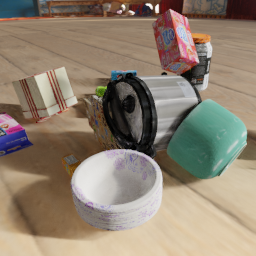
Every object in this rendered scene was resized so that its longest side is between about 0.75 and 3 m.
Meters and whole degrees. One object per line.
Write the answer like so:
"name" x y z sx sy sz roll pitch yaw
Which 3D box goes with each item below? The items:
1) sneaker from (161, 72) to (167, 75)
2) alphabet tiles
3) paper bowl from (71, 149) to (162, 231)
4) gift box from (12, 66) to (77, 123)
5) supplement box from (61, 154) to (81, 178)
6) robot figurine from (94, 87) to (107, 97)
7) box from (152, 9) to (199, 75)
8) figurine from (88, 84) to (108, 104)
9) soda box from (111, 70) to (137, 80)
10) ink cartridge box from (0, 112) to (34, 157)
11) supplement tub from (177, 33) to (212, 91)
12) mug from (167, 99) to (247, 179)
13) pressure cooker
"sneaker" 2.192 -3.192 16.908 0.399 0.473 1.081 2 28 3
"alphabet tiles" -0.957 -0.105 9.447 0.088 1.956 2.340 -21 34 -21
"paper bowl" -0.253 1.599 6.992 2.205 1.147 2.205 -2 30 1
"gift box" -3.552 -1.394 12.042 2.074 1.937 1.914 -2 22 42
"supplement box" -1.567 1.275 8.473 0.442 0.428 1.286 -19 32 -27
"robot figurine" -1.312 -1.856 14.359 0.834 0.483 0.732 14 33 23
"box" 1.639 -2.983 9.813 0.976 1.958 0.935 7 -25 -39
"figurine" -0.838 -1.429 12.881 2.055 0.885 2.005 -39 35 -21
"soda box" -0.240 -3.133 16.747 1.520 0.515 0.488 -1 28 -1
"ink cartridge box" -4.762 0.171 10.569 1.290 0.505 2.724 -22 37 -36
"supplement tub" 3.538 -3.508 14.987 1.719 2.805 1.719 0 29 0
"mug" 2.566 0.323 8.267 2.562 2.105 1.584 -39 64 -23
"pressure cooker" 0.563 -0.451 8.608 2.754 2.460 2.422 -8 21 -30
